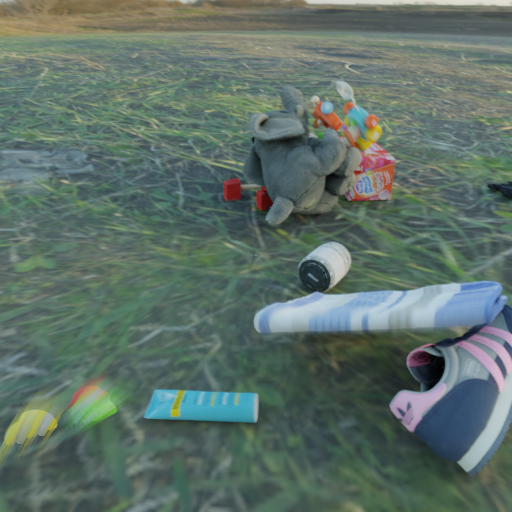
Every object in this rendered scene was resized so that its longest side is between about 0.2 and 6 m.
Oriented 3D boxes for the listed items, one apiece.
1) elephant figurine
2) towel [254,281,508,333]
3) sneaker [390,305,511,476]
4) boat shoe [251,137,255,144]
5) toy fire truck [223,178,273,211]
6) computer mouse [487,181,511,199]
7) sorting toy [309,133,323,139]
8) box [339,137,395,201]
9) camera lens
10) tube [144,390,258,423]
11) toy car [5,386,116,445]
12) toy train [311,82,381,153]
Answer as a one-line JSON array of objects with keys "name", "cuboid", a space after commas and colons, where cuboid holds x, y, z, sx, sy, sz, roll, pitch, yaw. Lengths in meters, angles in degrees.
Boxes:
[{"name": "elephant figurine", "cuboid": [0.532, -2.092, 10.981, 2.729, 1.931, 2.117, 46, 24, 26]}, {"name": "towel", "cuboid": [1.480, 0.593, 6.595, 2.618, 0.312, 1.922, -6, 0, 29]}, {"name": "sneaker", "cuboid": [2.257, 1.112, 6.081, 1.052, 0.900, 2.565, 30, 34, 15]}, {"name": "boat shoe", "cuboid": [0.729, -2.171, 13.066, 0.804, 0.999, 2.154, -22, -16, 38]}, {"name": "toy fire truck", "cuboid": [0.228, -1.327, 11.651, 1.594, 0.389, 1.124, -11, 29, -21]}, {"name": "computer mouse", "cuboid": [5.510, -1.343, 11.857, 0.773, 0.294, 1.117, -5, 17, -10]}, {"name": "sorting toy", "cuboid": [1.102, -3.098, 15.260, 2.217, 0.302, 1.249, -5, 23, -9]}, {"name": "box", "cuboid": [2.258, -1.953, 12.289, 0.952, 0.912, 1.911, -3, 27, -6]}, {"name": "camera lens", "cuboid": [1.035, 0.173, 8.470, 0.595, 0.595, 0.744, 17, 32, 30]}, {"name": "tube", "cuboid": [-0.576, 1.616, 6.032, 1.177, 0.297, 0.456, 0, 20, 7]}, {"name": "toy car", "cuboid": [-1.729, 1.469, 5.392, 1.074, 0.255, 1.142, -19, -2, 42]}, {"name": "toy train", "cuboid": [1.563, -2.485, 10.541, 0.549, 1.483, 1.975, -46, 4, -3]}]
